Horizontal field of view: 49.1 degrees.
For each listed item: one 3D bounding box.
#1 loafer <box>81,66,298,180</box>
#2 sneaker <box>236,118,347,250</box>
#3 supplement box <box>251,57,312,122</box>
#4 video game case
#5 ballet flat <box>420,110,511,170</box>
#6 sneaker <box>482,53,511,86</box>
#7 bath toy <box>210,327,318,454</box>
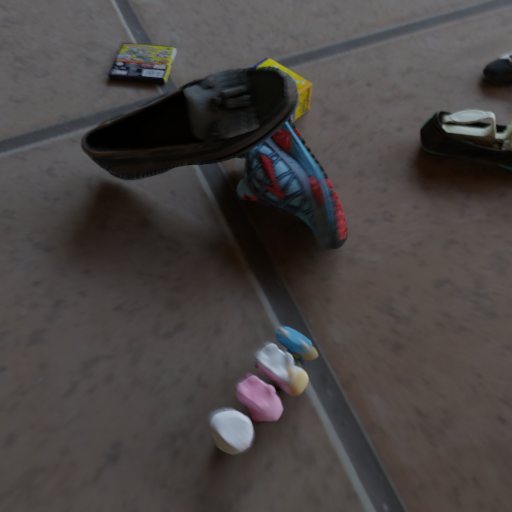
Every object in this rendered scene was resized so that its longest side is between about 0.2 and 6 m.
[{"bbox_3d":[-1.015,-1.926,8.236,3.293,1.036,1.183,-18,82,17],"label":"loafer"},{"bbox_3d":[0.402,-1.057,8.611,1.307,1.085,2.736,-32,62,8],"label":"sneaker"},{"bbox_3d":[0.381,-2.920,9.892,1.068,0.582,0.585,38,64,22],"label":"supplement box"},{"bbox_3d":[-2.151,-3.663,10.648,1.086,0.138,0.981,6,57,5],"label":"video game case"},{"bbox_3d":[3.894,-1.890,9.082,2.383,0.815,0.810,9,56,5],"label":"ballet flat"},{"bbox_3d":[5.062,-3.706,10.295,1.820,0.806,0.674,-17,60,-9],"label":"sneaker"},{"bbox_3d":[0.082,1.700,6.874,0.734,0.624,1.689,38,64,5],"label":"bath toy"}]
